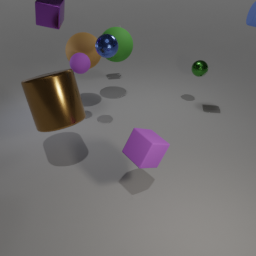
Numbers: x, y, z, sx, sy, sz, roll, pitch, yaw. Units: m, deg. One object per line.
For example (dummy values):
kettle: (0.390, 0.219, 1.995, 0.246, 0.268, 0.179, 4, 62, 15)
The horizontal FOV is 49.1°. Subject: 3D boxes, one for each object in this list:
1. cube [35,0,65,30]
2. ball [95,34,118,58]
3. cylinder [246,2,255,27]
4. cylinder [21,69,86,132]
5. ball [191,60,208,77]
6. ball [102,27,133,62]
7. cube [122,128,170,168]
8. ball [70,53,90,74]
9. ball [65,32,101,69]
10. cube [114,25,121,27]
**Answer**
cube: (-2.307, -3.465, 8.320, 0.700, 0.700, 0.700, 10, 45, -6)
ball: (-0.637, -2.474, 8.453, 0.700, 0.700, 0.700, 0, 31, 0)
cylinder: (4.112, -3.428, 8.563, 0.700, 0.700, 0.700, 14, 31, -1)
cylinder: (-2.002, -0.772, 7.660, 1.400, 1.400, 1.400, -12, 17, 4)
ball: (3.061, -2.536, 11.939, 0.700, 0.700, 0.700, 0, 31, 0)
ball: (-0.486, -3.442, 11.581, 1.400, 1.400, 1.400, 0, 31, 0)
cube: (0.428, 0.484, 6.743, 0.700, 0.700, 0.700, 6, 27, -48)
ball: (-1.632, -2.200, 9.537, 0.700, 0.700, 0.700, 0, 31, 0)
ball: (-1.718, -2.988, 10.898, 1.400, 1.400, 1.400, 0, 31, 0)
cube: (-0.567, -4.478, 13.737, 0.700, 0.700, 0.700, -17, 73, 7)
